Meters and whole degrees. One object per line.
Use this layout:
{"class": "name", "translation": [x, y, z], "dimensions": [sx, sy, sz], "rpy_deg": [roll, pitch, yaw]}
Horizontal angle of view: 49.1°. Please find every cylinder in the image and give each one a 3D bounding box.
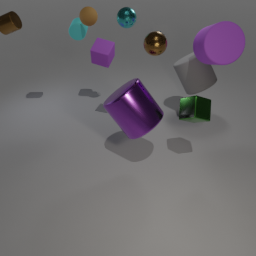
{"class": "cylinder", "translation": [-2.032, -4.067, 11.501], "dimensions": [0.700, 0.700, 0.700], "rpy_deg": [1, 41, 1]}
{"class": "cylinder", "translation": [0.172, -0.599, 8.786], "dimensions": [1.400, 1.400, 1.400], "rpy_deg": [-35, 17, 12]}
{"class": "cylinder", "translation": [2.820, -2.334, 11.757], "dimensions": [1.400, 1.400, 1.400], "rpy_deg": [-27, 16, 9]}
{"class": "cylinder", "translation": [-4.632, -4.082, 10.904], "dimensions": [0.700, 0.700, 0.700], "rpy_deg": [-15, 28, 17]}
{"class": "cylinder", "translation": [3.153, -2.941, 9.866], "dimensions": [1.400, 1.400, 1.400], "rpy_deg": [-1, 14, -2]}

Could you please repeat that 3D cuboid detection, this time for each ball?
{"class": "ball", "translation": [-0.048, -3.859, 9.808], "dimensions": [0.700, 0.700, 0.700], "rpy_deg": [0, 32, 0]}
{"class": "ball", "translation": [0.805, -2.479, 8.241], "dimensions": [0.700, 0.700, 0.700], "rpy_deg": [0, 32, 0]}
{"class": "ball", "translation": [-1.511, -4.272, 10.720], "dimensions": [0.700, 0.700, 0.700], "rpy_deg": [0, 32, 0]}

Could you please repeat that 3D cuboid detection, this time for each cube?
{"class": "cube", "translation": [2.110, -0.576, 8.815], "dimensions": [0.700, 0.700, 0.700], "rpy_deg": [10, -9, -32]}
{"class": "cube", "translation": [-0.934, -2.798, 10.429], "dimensions": [0.700, 0.700, 0.700], "rpy_deg": [18, 62, 7]}
